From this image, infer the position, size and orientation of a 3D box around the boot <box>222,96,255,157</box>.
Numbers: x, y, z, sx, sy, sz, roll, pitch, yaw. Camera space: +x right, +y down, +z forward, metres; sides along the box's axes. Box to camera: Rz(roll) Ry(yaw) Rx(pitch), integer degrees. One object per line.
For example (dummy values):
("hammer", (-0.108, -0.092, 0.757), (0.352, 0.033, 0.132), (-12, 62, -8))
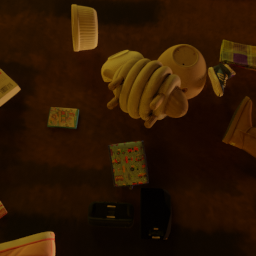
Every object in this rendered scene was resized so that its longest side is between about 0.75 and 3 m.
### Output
("boot", (4.808, 0.197, 10.031), (2.304, 0.762, 2.017), (26, 85, 10))

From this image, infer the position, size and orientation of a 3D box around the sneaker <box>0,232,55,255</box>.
("sneaker", (-3.508, 4.197, 8.335), (2.803, 1.055, 1.466), (-13, 65, -9))

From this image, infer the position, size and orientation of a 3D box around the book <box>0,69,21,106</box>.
("book", (-5.739, -1.841, 10.853), (2.620, 0.630, 1.750), (42, 73, 13))

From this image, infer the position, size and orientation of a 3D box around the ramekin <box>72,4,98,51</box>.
("ramekin", (-1.718, -3.922, 11.042), (0.910, 1.733, 1.733), (-4, 69, -12))

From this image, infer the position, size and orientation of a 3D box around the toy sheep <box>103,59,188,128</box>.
("toy sheep", (0.428, -1.080, 7.885), (2.750, 1.896, 1.896), (30, 72, 15))

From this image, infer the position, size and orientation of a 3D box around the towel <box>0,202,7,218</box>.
("towel", (-4.738, 2.651, 9.416), (0.861, 0.136, 1.195), (-38, 74, -14))

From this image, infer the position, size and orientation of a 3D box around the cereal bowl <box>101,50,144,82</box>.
("cereal bowl", (-0.235, -2.378, 10.327), (1.733, 1.733, 0.722), (-27, 112, -10))

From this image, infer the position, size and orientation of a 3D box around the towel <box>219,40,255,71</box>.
("towel", (4.711, -2.943, 11.295), (1.910, 0.217, 1.371), (14, 58, 6))

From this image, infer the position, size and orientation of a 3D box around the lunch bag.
("lunch bag", (0.032, 1.298, 9.553), (1.208, 0.755, 1.605), (-7, 87, 1))

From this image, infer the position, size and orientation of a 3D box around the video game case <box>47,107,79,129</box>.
("video game case", (-2.439, -0.386, 10.557), (1.086, 0.097, 0.777), (4, 69, 1))

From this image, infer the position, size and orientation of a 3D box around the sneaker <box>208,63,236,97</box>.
("sneaker", (3.773, -1.912, 10.881), (0.979, 0.539, 1.337), (-12, 65, 0))

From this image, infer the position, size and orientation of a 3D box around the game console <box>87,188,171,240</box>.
("game console", (0.057, 2.778, 9.272), (2.758, 0.332, 1.627), (3, 69, 0))

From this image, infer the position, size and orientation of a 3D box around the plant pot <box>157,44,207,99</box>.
("plant pot", (2.028, -2.302, 10.564), (2.123, 1.426, 2.123), (0, 70, 1))
